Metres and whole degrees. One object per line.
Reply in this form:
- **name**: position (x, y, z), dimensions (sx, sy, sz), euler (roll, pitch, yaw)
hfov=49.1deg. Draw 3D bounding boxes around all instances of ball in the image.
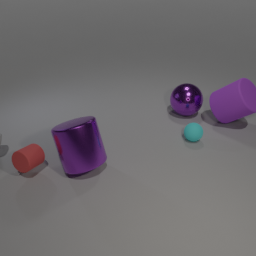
- **ball**: position (2.507, -1.213, 12.025), dimensions (1.400, 1.400, 1.400), euler (0, 30, 0)
- **ball**: position (2.416, 0.152, 10.338), dimensions (0.700, 0.700, 0.700), euler (0, 30, 0)

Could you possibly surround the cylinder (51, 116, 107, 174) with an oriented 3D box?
- **cylinder**: position (-1.493, 0.499, 8.657), dimensions (1.400, 1.400, 1.400), euler (-14, 14, 4)

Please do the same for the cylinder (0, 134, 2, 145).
- **cylinder**: position (-4.654, 0.479, 9.339), dimensions (0.700, 0.700, 0.700), euler (12, 22, -29)

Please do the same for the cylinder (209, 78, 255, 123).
- **cylinder**: position (4.189, -1.047, 10.989), dimensions (1.400, 1.400, 1.400), euler (-29, 1, -40)

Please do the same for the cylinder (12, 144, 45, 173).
- **cylinder**: position (-3.032, 0.912, 8.544), dimensions (0.700, 0.700, 0.700), euler (13, 22, 21)
